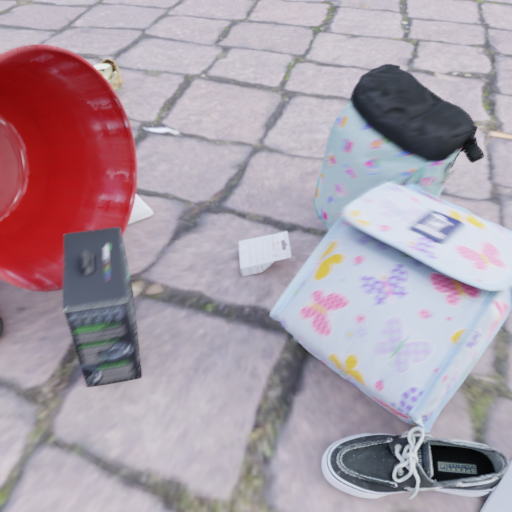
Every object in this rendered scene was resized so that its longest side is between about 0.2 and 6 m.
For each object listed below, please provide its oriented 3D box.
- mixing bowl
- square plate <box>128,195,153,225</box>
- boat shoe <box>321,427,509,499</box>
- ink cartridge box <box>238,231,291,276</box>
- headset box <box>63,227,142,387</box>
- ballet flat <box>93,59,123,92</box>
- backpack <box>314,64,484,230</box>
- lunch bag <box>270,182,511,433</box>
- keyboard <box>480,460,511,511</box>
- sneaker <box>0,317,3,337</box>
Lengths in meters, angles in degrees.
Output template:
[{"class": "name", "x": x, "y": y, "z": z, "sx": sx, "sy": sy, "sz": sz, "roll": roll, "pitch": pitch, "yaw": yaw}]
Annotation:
[{"class": "mixing bowl", "x": -3.547, "y": -1.292, "z": 8.279, "sx": 1.838, "sy": 3.394, "sz": 3.394, "roll": 8, "pitch": 41, "yaw": 26}, {"class": "square plate", "x": -3.327, "y": -1.050, "z": 10.570, "sx": 2.090, "sy": 0.300, "sz": 2.110, "roll": -24, "pitch": 48, "yaw": -23}, {"class": "boat shoe", "x": 1.805, "y": 2.384, "z": 6.413, "sx": 2.054, "sy": 0.701, "sz": 0.758, "roll": 7, "pitch": 55, "yaw": 5}, {"class": "ink cartridge box", "x": 0.145, "y": -0.041, "z": 9.397, "sx": 0.869, "sy": 0.248, "sz": 0.706, "roll": -9, "pitch": 41, "yaw": 3}, {"class": "headset box", "x": -2.089, "y": 0.648, "z": 7.635, "sx": 0.788, "sy": 1.699, "sz": 1.479, "roll": -8, "pitch": 44, "yaw": -11}, {"class": "ballet flat", "x": -3.935, "y": -3.990, "z": 13.398, "sx": 0.892, "sy": 0.826, "sz": 2.529, "roll": 7, "pitch": 43, "yaw": 4}, {"class": "backpack", "x": 2.066, "y": -1.435, "z": 9.188, "sx": 1.700, "sy": 2.686, "sz": 2.242, "roll": -17, "pitch": 53, "yaw": -26}, {"class": "lunch bag", "x": 1.923, "y": 0.433, "z": 7.254, "sx": 2.316, "sy": 1.736, "sz": 2.731, "roll": 34, "pitch": 80, "yaw": 30}, {"class": "keyboard", "x": 3.545, "y": 2.589, "z": 6.702, "sx": 0.854, "sy": 0.162, "sz": 3.033, "roll": 28, "pitch": 49, "yaw": 34}, {"class": "sneaker", "x": -4.645, "y": 0.229, "z": 8.349, "sx": 0.853, "sy": 1.369, "sz": 2.554, "roll": -25, "pitch": 48, "yaw": -25}]
